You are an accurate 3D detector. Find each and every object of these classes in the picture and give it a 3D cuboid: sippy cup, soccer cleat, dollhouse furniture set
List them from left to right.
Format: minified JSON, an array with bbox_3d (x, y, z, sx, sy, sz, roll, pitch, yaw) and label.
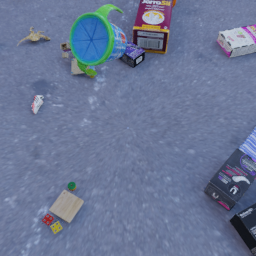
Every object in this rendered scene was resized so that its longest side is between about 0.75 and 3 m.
[{"bbox_3d":[-3.340,-0.889,10.393,0.366,0.295,0.859,-6,50,1],"label":"soccer cleat"},{"bbox_3d":[-1.925,-2.743,11.673,1.468,1.015,1.555,-4,84,23],"label":"dollhouse furniture set"},{"bbox_3d":[-0.652,-2.194,7.130,1.605,1.176,1.260,-24,88,30],"label":"sippy cup"}]

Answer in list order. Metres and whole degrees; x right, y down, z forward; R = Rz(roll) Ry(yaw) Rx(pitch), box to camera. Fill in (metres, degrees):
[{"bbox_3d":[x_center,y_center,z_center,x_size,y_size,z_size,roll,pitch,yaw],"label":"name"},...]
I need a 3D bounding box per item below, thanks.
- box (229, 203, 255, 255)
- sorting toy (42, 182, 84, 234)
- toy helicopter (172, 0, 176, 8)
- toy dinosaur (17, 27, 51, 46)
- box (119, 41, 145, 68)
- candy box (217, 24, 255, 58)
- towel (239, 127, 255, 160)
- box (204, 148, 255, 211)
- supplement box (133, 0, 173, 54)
[{"bbox_3d":[3.984,2.590,7.669,1.831,0.722,1.292,-22,61,-14],"label":"box"},{"bbox_3d":[-1.793,2.335,8.133,0.723,0.254,1.500,25,58,16],"label":"sorting toy"},{"bbox_3d":[1.272,-7.263,14.055,1.170,1.961,2.966,-7,31,-40],"label":"toy helicopter"},{"bbox_3d":[-4.291,-4.143,12.596,1.505,0.438,0.761,-11,57,-8],"label":"toy dinosaur"},{"bbox_3d":[0.118,-3.113,11.811,0.994,0.518,0.735,37,63,22],"label":"box"},{"bbox_3d":[5.029,-3.828,12.288,1.816,0.554,1.238,-13,56,-9],"label":"candy box"},{"bbox_3d":[4.823,0.665,9.297,1.744,0.287,2.409,36,62,22],"label":"towel"},{"bbox_3d":[3.138,1.528,8.353,0.941,0.817,1.540,38,63,24],"label":"box"},{"bbox_3d":[1.140,-4.699,12.517,1.508,1.170,2.733,7,55,5],"label":"supplement box"}]
